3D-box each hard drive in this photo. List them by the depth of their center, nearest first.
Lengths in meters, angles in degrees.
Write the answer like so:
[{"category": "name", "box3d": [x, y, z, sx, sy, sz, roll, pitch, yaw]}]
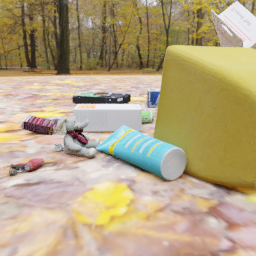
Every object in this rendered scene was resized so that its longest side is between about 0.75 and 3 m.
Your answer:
[{"category": "hard drive", "box3d": [-1.490, -1.671, 16.012, 2.822, 0.534, 1.972, 7, 15, 25]}]

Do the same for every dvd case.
[{"category": "dvd case", "box3d": [-2.919, -0.104, 10.152, 1.098, 0.181, 1.461, 13, 20, 42]}]

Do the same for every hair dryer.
[{"category": "hair dryer", "box3d": [-2.292, 0.798, 6.255, 0.861, 0.234, 0.656, -7, 14, -31]}]

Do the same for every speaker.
[{"category": "speaker", "box3d": [0.447, -0.418, 10.898, 1.084, 0.479, 0.479, -2, 14, -10]}]

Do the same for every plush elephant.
[{"category": "plush elephant", "box3d": [-1.371, 0.144, 7.346, 1.281, 0.992, 1.055, 2, 13, 9]}]

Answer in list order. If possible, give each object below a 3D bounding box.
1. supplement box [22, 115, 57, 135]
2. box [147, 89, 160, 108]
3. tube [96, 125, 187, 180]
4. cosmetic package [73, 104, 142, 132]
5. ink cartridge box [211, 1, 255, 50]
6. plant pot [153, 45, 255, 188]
[{"category": "supplement box", "box3d": [-2.909, -0.106, 9.254, 0.996, 0.303, 0.542, 12, 26, -3]}, {"category": "box", "box3d": [2.417, -1.576, 14.794, 2.848, 0.916, 0.998, 0, 13, 1]}, {"category": "tube", "box3d": [0.222, 0.485, 6.647, 1.037, 0.675, 2.678, -35, 27, -22]}, {"category": "cosmetic package", "box3d": [-0.708, -0.374, 9.918, 2.303, 0.821, 1.168, 0, 13, -3]}, {"category": "ink cartridge box", "box3d": [3.479, -2.674, 8.489, 0.881, 1.533, 2.617, -37, -28, 13]}, {"category": "plant pot", "box3d": [2.360, -0.192, 5.861, 2.570, 2.554, 2.629, -6, 26, -24]}]
